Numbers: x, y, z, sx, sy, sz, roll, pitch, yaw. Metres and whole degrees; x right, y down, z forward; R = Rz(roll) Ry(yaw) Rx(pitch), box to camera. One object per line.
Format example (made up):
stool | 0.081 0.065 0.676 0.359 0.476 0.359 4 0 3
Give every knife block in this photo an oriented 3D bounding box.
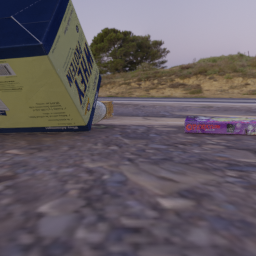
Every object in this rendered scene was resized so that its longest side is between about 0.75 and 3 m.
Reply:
knife block | -1.818 -0.773 11.740 1.922 0.700 2.189 4 9 18

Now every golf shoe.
golf shoe | -1.796 -0.373 8.402 2.316 0.841 1.066 -6 5 11

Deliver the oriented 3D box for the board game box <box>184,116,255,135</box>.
board game box | 2.985 -0.086 7.998 2.654 0.429 1.593 2 12 14

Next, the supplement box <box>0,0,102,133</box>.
supplement box | -2.368 -1.361 6.530 2.728 1.831 2.725 -1 -34 13
